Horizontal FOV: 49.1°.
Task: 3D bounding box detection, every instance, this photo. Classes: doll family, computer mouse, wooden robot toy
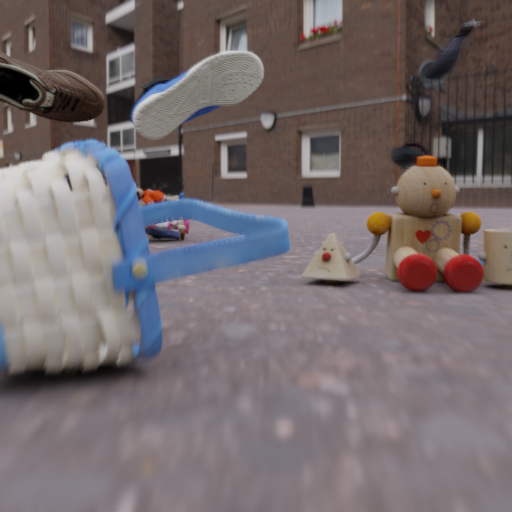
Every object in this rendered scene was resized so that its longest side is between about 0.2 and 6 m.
[{"bbox_3d":[-2.442,-0.742,12.899,1.542,1.120,2.484,6,22,-15],"label":"doll family"},{"bbox_3d":[2.975,-3.065,8.582,0.276,1.046,0.724,38,-19,1],"label":"computer mouse"},{"bbox_3d":[2.139,-0.402,6.379,3.263,1.480,1.437,0,6,2],"label":"wooden robot toy"}]

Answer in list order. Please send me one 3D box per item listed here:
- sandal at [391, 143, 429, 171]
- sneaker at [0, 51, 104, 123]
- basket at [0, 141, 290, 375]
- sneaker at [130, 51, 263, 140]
[{"bbox_3d":[2.761,-1.680,9.640,0.584,0.372,1.553,-2,29,-3],"label":"sandal"},{"bbox_3d":[-3.078,-2.267,8.007,2.323,0.818,0.878,5,33,-51],"label":"sneaker"},{"bbox_3d":[-0.954,-0.057,3.513,1.877,1.306,1.655,-18,17,-26],"label":"basket"},{"bbox_3d":[-1.437,-3.717,12.653,3.114,1.195,1.732,-33,29,-6],"label":"sneaker"}]
